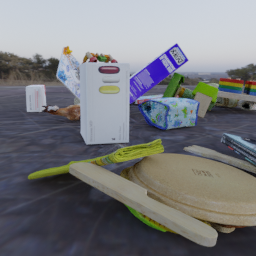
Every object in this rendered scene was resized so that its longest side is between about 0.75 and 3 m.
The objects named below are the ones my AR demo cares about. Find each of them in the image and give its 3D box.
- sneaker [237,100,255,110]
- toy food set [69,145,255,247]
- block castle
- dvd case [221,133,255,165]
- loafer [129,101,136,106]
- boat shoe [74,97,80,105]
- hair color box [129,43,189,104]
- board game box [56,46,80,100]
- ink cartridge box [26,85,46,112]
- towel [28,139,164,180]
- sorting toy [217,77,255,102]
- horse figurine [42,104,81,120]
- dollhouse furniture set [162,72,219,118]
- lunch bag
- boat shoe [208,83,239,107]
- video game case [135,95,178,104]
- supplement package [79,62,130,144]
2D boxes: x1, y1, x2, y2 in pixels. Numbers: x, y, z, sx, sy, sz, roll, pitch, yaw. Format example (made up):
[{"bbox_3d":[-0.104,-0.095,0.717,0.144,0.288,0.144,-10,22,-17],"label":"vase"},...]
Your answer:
[{"bbox_3d":[5.289,-1.059,12.646,0.632,0.496,1.272,-7,11,-16],"label":"sneaker"},{"bbox_3d":[0.756,0.733,3.233,1.752,0.509,2.538,19,15,40],"label":"toy food set"},{"bbox_3d":[-1.134,-2.317,10.732,1.451,0.969,0.681,-12,58,-53],"label":"block castle"},{"bbox_3d":[2.381,0.481,4.154,1.429,0.215,1.958,13,10,-1],"label":"dvd case"},{"bbox_3d":[-0.573,-1.409,14.058,2.077,0.756,0.751,20,13,35],"label":"loafer"},{"bbox_3d":[-1.096,-0.994,11.444,2.195,0.789,0.653,2,11,-13],"label":"boat shoe"},{"bbox_3d":[0.897,-2.061,10.771,2.667,0.864,1.458,-38,9,5],"label":"hair color box"},{"bbox_3d":[-1.868,-1.927,10.405,0.227,1.752,1.751,-21,46,23],"label":"board game box"},{"bbox_3d":[-4.018,-1.302,12.216,0.635,1.097,1.883,-2,11,-9],"label":"ink cartridge box"},{"bbox_3d":[-0.504,0.433,3.615,1.891,0.171,0.814,-17,-8,43],"label":"towel"},{"bbox_3d":[4.794,-1.643,11.793,2.306,0.807,2.320,10,12,13],"label":"sorting toy"},{"bbox_3d":[-1.363,-0.625,9.584,1.739,0.655,2.625,-1,10,29],"label":"horse figurine"},{"bbox_3d":[2.471,-0.906,11.376,1.854,1.420,2.829,25,-1,13],"label":"dollhouse furniture set"},{"bbox_3d":[1.184,-0.512,8.433,1.236,0.926,1.454,-6,22,-31],"label":"lunch bag"},{"bbox_3d":[4.380,-1.666,14.465,0.930,1.079,2.958,-7,22,-21],"label":"boat shoe"},{"bbox_3d":[1.507,-1.645,15.657,2.912,0.254,2.082,-8,10,-16],"label":"video game case"},{"bbox_3d":[-0.604,-0.628,6.655,0.984,1.775,1.383,-3,11,-15],"label":"supplement package"}]
